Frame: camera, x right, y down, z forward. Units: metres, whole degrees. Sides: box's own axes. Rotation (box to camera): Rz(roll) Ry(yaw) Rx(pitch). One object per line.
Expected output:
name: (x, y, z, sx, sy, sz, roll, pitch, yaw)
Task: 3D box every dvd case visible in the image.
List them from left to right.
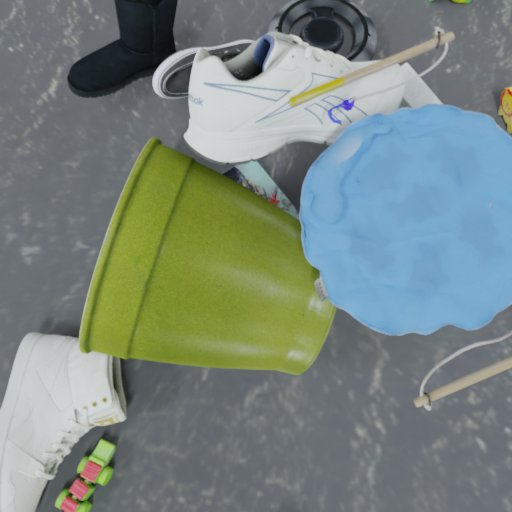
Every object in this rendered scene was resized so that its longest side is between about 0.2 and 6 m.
dvd case: (-0.086, -0.841, 10.632, 1.443, 0.218, 1.976, -32, 72, -12)

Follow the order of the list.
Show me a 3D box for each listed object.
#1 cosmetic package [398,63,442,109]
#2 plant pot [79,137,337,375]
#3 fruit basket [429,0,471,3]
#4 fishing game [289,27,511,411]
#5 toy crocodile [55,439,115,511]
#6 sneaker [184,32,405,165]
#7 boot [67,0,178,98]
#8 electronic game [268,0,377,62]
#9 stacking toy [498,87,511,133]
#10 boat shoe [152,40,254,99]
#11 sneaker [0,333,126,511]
cosmetic package: (2.673, -2.499, 9.276, 0.440, 0.627, 1.236, -34, 75, 2)
plant pot: (-0.527, 0.353, 8.729, 3.294, 3.421, 3.421, 19, 68, -6)
fruit basket: (4.407, -5.945, 12.487, 0.998, 0.998, 0.720, 40, 73, 15)
fishing game: (2.075, -0.417, 7.196, 3.109, 0.675, 4.342, -26, 87, 4)
toy crocodile: (-2.676, 3.580, 8.680, 0.499, 0.457, 1.480, 27, 70, 11)
sneaker: (0.686, -2.372, 7.936, 3.543, 1.543, 1.320, -18, 43, -21)
boot: (-2.162, -3.547, 8.937, 2.021, 1.698, 0.772, -25, 69, -18)
electronic game: (1.415, -4.688, 12.056, 2.357, 0.490, 2.357, 0, 70, 1)
stacking toy: (4.438, -1.578, 10.642, 2.501, 0.779, 3.317, -14, 69, -6)
boat shoe: (-0.630, -2.885, 8.798, 1.967, 0.688, 0.652, -22, 40, -24)
sneaker: (-2.970, 2.716, 8.671, 1.792, 1.142, 3.100, 2, 66, 4)
